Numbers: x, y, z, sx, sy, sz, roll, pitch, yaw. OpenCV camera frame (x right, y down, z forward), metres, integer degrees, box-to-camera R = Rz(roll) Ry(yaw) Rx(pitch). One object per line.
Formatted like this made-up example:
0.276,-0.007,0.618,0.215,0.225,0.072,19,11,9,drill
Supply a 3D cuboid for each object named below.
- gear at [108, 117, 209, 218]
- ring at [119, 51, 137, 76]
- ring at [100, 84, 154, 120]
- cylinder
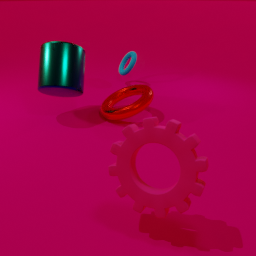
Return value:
0.433,0.585,4.239,1.474,1.474,0.273,11,9,20,gear
-0.015,-2.581,11.201,0.210,1.052,1.052,25,15,-29,ring
-0.041,-0.812,8.591,1.736,0.347,1.736,-18,30,11,ring
-1.935,-1.677,8.227,1.316,1.316,1.316,2,-6,0,cylinder
